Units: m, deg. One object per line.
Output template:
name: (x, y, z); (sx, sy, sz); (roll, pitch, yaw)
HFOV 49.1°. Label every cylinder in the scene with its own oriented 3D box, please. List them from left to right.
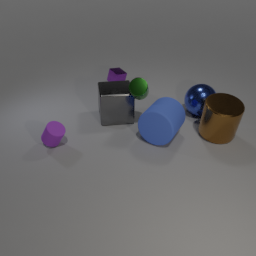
cylinder: (-2.711, 0.218, 10.155); (0.700, 0.700, 0.700); (21, 43, -21)
cylinder: (0.418, -1.471, 10.552); (0.700, 0.700, 0.700); (5, -6, 8)
cylinder: (1.279, -0.274, 10.504); (1.400, 1.400, 1.400); (16, 34, 23)
cylinder: (3.464, -0.362, 10.495); (1.400, 1.400, 1.400); (1, 43, -1)

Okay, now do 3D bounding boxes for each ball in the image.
ball: (3.133, -1.201, 12.057); (1.400, 1.400, 1.400); (0, 33, 0)

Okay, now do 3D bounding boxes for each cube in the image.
cube: (-0.514, -1.075, 11.819); (1.400, 1.400, 1.400); (-5, 33, -7)
cube: (-0.589, -2.725, 14.860); (0.700, 0.700, 0.700); (-17, 47, -40)
